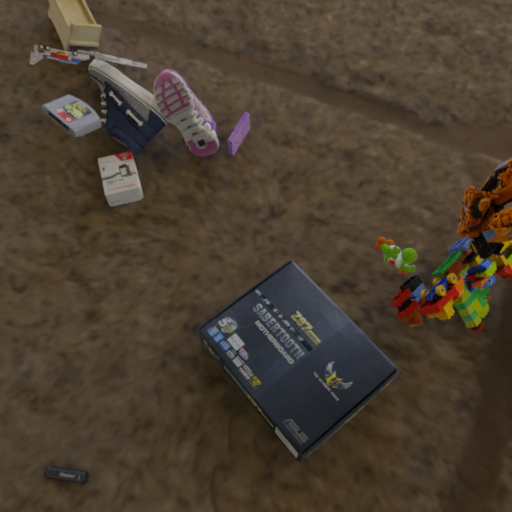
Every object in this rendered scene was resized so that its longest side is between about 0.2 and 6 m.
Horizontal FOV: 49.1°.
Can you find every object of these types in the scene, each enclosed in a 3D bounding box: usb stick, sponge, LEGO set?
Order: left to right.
[{"bbox_3d":[-3.161,3.650,9.340,0.720,0.117,0.200,7,61,4],"label":"usb stick"},{"bbox_3d":[-4.079,-4.617,13.308,2.373,1.773,0.582,16,106,19],"label":"LEGO set"},{"bbox_3d":[-0.385,-2.755,12.647,0.137,0.511,0.916,22,64,12],"label":"sponge"}]

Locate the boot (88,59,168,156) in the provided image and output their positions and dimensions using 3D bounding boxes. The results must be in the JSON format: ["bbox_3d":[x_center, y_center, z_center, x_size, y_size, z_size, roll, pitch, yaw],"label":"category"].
[{"bbox_3d":[-3.229,-3.434,12.795,2.799,1.018,1.264,38,87,31],"label":"boot"}]

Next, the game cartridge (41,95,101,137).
[{"bbox_3d":[-3.339,-2.576,10.229,1.001,0.205,0.667,38,50,19],"label":"game cartridge"}]

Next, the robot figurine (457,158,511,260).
[{"bbox_3d":[3.694,-0.778,8.436,0.608,2.089,1.514,15,80,-5],"label":"robot figurine"}]

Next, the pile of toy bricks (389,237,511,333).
[{"bbox_3d":[3.880,0.718,10.436,2.813,1.560,1.388,-34,94,-34],"label":"pile of toy bricks"}]

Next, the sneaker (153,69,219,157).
[{"bbox_3d":[-1.483,-3.193,12.240,0.828,2.060,0.911,-15,41,23],"label":"sneaker"}]

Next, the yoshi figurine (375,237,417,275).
[{"bbox_3d":[2.329,-0.058,9.066,0.453,0.452,0.807,-30,42,-9],"label":"yoshi figurine"}]

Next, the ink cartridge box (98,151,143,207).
[{"bbox_3d":[-2.927,-1.663,12.084,0.752,0.431,1.035,-15,62,-8],"label":"ink cartridge box"}]

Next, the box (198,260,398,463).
[{"bbox_3d":[0.700,1.775,10.012,2.270,0.734,2.879,-34,66,-19],"label":"box"}]

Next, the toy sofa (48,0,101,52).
[{"bbox_3d":[-4.698,-6.088,14.432,0.779,0.918,1.882,-10,58,-34],"label":"toy sofa"}]
